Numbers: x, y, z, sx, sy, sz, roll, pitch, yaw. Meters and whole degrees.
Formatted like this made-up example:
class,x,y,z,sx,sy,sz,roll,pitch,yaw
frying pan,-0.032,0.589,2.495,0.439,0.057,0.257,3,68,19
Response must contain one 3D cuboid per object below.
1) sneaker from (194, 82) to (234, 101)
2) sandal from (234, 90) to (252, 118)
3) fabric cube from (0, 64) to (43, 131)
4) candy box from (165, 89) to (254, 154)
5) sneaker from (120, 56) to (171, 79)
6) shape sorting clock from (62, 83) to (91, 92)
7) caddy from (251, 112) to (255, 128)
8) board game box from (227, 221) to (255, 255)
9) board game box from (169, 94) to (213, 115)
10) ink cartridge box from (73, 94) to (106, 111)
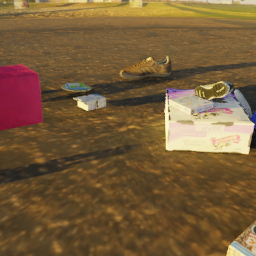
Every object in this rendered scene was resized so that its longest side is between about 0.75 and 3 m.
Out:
class,x,y,z,sx,sy,sz,roll,pitch,yaw
sneaker,2.523,-1.075,8.305,0.532,0.496,1.341,-16,7,-33
sandal,3.920,-0.727,9.902,0.570,0.943,2.318,-31,13,26
fabric cube,-3.603,-0.931,8.283,1.565,1.540,1.570,-16,30,-34
candy box,2.325,-0.329,8.730,2.274,0.970,2.711,2,27,5
sneaker,0.899,-3.137,14.278,2.694,1.017,0.949,-6,27,-14
shape sorting clock,-2.280,-1.773,12.408,1.300,0.255,1.300,1,22,-1
caddy,4.338,0.037,8.098,1.301,0.966,1.840,19,22,-16
board game box,2.374,2.038,4.364,1.381,0.669,1.101,-21,33,-36
board game box,1.833,-0.700,8.160,0.902,0.186,0.900,-16,30,-27
ink cartridge box,-1.441,-0.959,10.520,1.098,0.372,0.632,-16,30,-41
